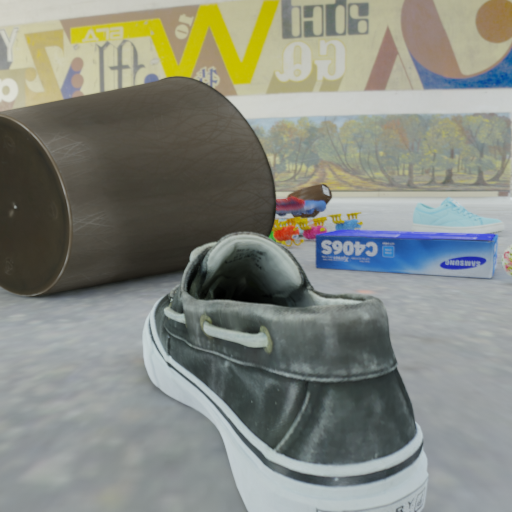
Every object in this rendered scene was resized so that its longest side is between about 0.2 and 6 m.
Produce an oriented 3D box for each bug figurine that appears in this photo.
[{"bbox_3d":[1.099,-0.545,12.025,2.264,0.583,1.756,-7,2,-26],"label":"bug figurine"}]

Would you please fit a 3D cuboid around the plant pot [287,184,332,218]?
[{"bbox_3d":[1.697,-1.691,16.985,1.145,1.070,1.070,-31,-13,36],"label":"plant pot"}]

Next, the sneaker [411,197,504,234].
[{"bbox_3d":[5.116,-1.017,14.347,2.336,0.957,0.864,4,9,33],"label":"sneaker"}]

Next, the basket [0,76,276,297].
[{"bbox_3d":[-1.776,-0.930,7.335,2.382,3.158,3.503,-39,-8,33],"label":"basket"}]

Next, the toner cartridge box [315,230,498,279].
[{"bbox_3d":[2.230,-0.070,8.337,2.472,0.534,1.174,3,9,26],"label":"toner cartridge box"}]

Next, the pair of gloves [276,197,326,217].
[{"bbox_3d":[-0.009,-1.190,14.314,3.480,0.396,2.797,-3,0,13],"label":"pair of gloves"}]

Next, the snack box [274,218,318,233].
[{"bbox_3d":[0.389,-0.764,14.233,2.138,0.397,1.242,2,7,41],"label":"snack box"}]

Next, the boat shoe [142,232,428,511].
[{"bbox_3d":[0.007,0.356,3.036,0.992,0.976,2.754,-3,8,-22],"label":"boat shoe"}]

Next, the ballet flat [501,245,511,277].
[{"bbox_3d":[4.066,0.006,6.954,1.918,0.725,0.613,-2,0,-7],"label":"ballet flat"}]
